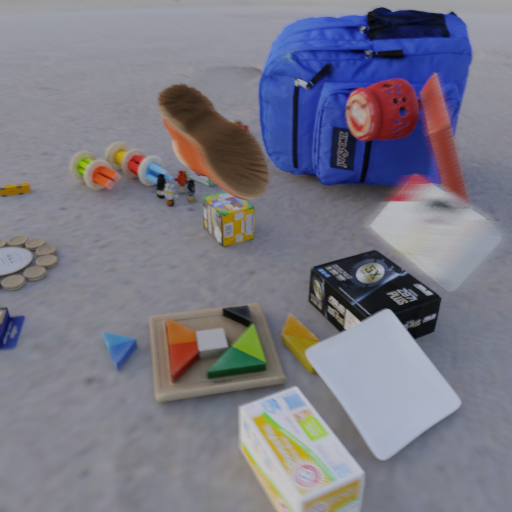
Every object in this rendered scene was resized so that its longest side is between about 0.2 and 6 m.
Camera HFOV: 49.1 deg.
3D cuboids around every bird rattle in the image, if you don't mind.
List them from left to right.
[{"bbox_3d":[-0.587,-4.102,17.917,0.711,0.580,0.401,-13,50,-4],"label":"bird rattle"}]

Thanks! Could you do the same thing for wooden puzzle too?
[{"bbox_3d":[-0.647,1.381,8.818,3.320,0.388,2.240,-10,32,-16],"label":"wooden puzzle"}]

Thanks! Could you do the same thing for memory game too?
[{"bbox_3d":[-4.996,0.153,11.128,2.082,0.133,2.082,0,31,0],"label":"memory game"}]

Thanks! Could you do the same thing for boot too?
[{"bbox_3d":[-0.691,-1.689,9.544,0.932,1.332,2.484,-33,67,-19],"label":"boot"}]

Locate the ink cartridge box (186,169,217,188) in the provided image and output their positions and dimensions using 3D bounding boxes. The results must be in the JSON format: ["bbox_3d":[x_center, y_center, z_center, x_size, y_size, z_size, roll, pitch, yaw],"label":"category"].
[{"bbox_3d":[-1.409,-2.214,14.897,1.171,0.347,0.608,27,40,37],"label":"ink cartridge box"}]

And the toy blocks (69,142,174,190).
[{"bbox_3d":[-3.381,-2.143,14.316,2.257,0.819,1.881,27,39,37],"label":"toy blocks"}]

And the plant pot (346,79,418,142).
[{"bbox_3d":[2.351,-2.736,10.707,1.026,1.126,1.126,-16,34,-17],"label":"plant pot"}]

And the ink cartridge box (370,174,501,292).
[{"bbox_3d":[2.075,-0.290,6.568,0.492,0.867,1.189,32,12,-41],"label":"ink cartridge box"}]

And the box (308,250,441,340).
[{"bbox_3d":[1.951,0.739,9.516,1.444,0.759,1.763,-14,33,-23],"label":"box"}]

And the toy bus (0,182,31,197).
[{"bbox_3d":[-6.089,-1.679,14.097,0.741,0.241,0.290,-9,32,-15],"label":"toy bus"}]

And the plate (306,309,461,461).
[{"bbox_3d":[1.742,1.745,7.794,1.709,0.277,1.713,-20,63,-32],"label":"plate"}]

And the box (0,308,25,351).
[{"bbox_3d":[-4.693,1.240,9.196,1.548,0.251,0.938,-4,31,-9],"label":"box"}]

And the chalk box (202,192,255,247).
[{"bbox_3d":[-0.674,-0.884,12.214,0.799,0.803,1.291,-15,36,-24],"label":"chalk box"}]

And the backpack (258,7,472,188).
[{"bbox_3d":[2.484,-3.887,14.086,4.997,4.061,4.193,7,39,9],"label":"backpack"}]

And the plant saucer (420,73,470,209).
[{"bbox_3d":[3.592,-2.101,10.712,0.388,2.112,2.108,-14,37,20],"label":"plant saucer"}]

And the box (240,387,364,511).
[{"bbox_3d":[0.486,2.428,6.664,0.852,0.768,1.515,-15,34,-23],"label":"box"}]

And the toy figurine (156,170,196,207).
[{"bbox_3d":[-1.960,-1.617,13.696,0.893,0.621,0.879,-16,40,-27],"label":"toy figurine"}]
